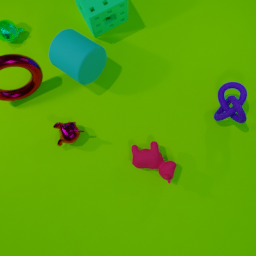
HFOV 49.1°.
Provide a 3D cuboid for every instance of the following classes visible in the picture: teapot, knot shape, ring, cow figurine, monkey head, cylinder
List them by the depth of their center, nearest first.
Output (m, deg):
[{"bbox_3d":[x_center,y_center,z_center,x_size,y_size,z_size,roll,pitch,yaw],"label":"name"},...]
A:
[{"bbox_3d":[-3.347,-1.419,8.095,1.758,1.758,0.352,-26,64,-3],"label":"ring"},{"bbox_3d":[2.988,-0.750,8.109,0.577,1.248,1.168,3,96,-22],"label":"knot shape"},{"bbox_3d":[0.747,1.049,8.244,1.305,0.717,1.285,-11,81,3],"label":"cow figurine"},{"bbox_3d":[-1.468,-2.095,8.266,1.222,1.222,1.222,35,84,18],"label":"cylinder"},{"bbox_3d":[-1.828,0.141,8.314,1.066,0.767,0.642,-30,68,23],"label":"monkey head"},{"bbox_3d":[-3.770,-2.992,8.724,1.111,0.691,0.544,-24,40,-33],"label":"teapot"}]

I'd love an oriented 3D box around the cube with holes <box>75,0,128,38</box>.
[{"bbox_3d":[-0.841,-3.848,8.589,1.253,1.253,1.253,-29,84,-3],"label":"cube with holes"}]
